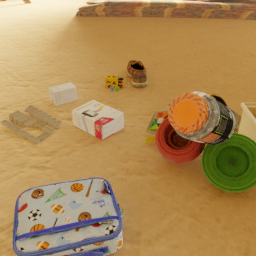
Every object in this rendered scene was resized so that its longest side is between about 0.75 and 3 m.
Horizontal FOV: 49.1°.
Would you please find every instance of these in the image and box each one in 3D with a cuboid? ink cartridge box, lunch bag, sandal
[{"bbox_3d":[-1.038,-0.310,9.653,1.502,0.643,1.109,26,41,32],"label":"ink cartridge box"},{"bbox_3d":[-1.193,1.963,5.915,2.261,0.854,1.812,-9,35,-11],"label":"lunch bag"},{"bbox_3d":[3.157,-0.795,10.240,1.089,0.732,2.711,-27,44,-31],"label":"sandal"}]

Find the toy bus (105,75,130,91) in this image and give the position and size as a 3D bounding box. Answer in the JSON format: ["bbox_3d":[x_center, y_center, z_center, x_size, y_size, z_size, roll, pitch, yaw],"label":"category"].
[{"bbox_3d":[-0.550,-2.122,12.602,1.026,0.530,0.968,-27,41,-35],"label":"toy bus"}]

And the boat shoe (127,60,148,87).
[{"bbox_3d":[0.462,-2.801,13.361,0.910,0.854,2.527,-4,33,-6],"label":"boat shoe"}]

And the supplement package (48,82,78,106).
[{"bbox_3d":[-2.628,-1.389,11.387,0.989,0.592,0.600,-20,38,-28],"label":"supplement package"}]

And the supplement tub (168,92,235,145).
[{"bbox_3d":[1.715,-0.206,6.484,1.086,1.086,1.772,27,8,36],"label":"supplement tub"}]

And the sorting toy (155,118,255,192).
[{"bbox_3d":[2.268,0.557,7.839,2.996,1.230,1.800,29,84,25],"label":"sorting toy"}]

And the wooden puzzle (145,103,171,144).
[{"bbox_3d":[1.062,-0.188,8.923,1.013,0.176,1.501,-2,58,42],"label":"wooden puzzle"}]

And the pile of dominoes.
[{"bbox_3d":[-3.328,-0.102,9.833,1.877,0.299,1.463,26,39,22],"label":"pile of dominoes"}]

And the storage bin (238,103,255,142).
[{"bbox_3d":[4.843,0.479,7.812,2.726,1.287,2.746,0,32,1],"label":"storage bin"}]
